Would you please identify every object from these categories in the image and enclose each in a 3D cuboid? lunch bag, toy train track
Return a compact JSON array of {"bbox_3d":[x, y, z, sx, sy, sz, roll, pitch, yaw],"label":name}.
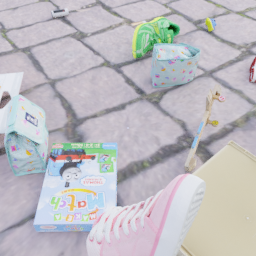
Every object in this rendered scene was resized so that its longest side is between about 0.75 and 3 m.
[{"bbox_3d":[1.582,-2.095,9.351,1.529,1.302,0.932,-4,53,-4],"label":"lunch bag"},{"bbox_3d":[2.119,-0.024,7.407,0.422,1.488,2.595,18,67,22],"label":"toy train track"},{"bbox_3d":[-2.520,0.160,6.907,0.983,1.612,1.374,-7,45,-6],"label":"lunch bag"}]

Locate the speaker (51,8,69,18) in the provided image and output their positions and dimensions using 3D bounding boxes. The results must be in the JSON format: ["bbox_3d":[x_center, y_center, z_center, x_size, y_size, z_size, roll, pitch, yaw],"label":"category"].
[{"bbox_3d":[-3.262,-5.515,13.443,0.802,0.326,0.326,-17,48,-17],"label":"speaker"}]

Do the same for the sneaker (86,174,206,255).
[{"bbox_3d":[0.051,1.024,2.783,0.967,1.851,0.697,29,41,21],"label":"sneaker"}]

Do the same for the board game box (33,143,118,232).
[{"bbox_3d":[-1.108,1.298,6.624,1.701,0.411,2.248,0,46,-1],"label":"board game box"}]

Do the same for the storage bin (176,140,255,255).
[{"bbox_3d":[2.113,1.996,5.350,2.722,1.276,2.703,-31,54,-28],"label":"storage bin"}]

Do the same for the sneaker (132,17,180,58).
[{"bbox_3d":[1.134,-3.633,11.044,1.216,1.078,2.910,23,49,26],"label":"sneaker"}]

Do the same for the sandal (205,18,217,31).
[{"bbox_3d":[3.781,-4.656,12.565,0.431,0.393,0.990,4,47,-2],"label":"sandal"}]

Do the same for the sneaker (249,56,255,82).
[{"bbox_3d":[4.804,-2.035,9.949,0.804,0.546,1.392,20,60,8],"label":"sneaker"}]

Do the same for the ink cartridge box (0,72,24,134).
[{"bbox_3d":[-4.494,-0.559,8.322,2.514,0.631,2.897,-4,45,-5],"label":"ink cartridge box"}]
